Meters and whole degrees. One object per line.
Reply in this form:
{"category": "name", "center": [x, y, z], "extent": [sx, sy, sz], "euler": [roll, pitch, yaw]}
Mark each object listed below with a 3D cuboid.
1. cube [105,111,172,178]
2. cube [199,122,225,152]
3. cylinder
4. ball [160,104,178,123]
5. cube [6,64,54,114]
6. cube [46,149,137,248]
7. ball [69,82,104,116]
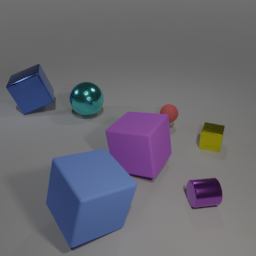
{"category": "cube", "center": [0.369, 0.441, 8.350], "extent": [1.400, 1.400, 1.400], "euler": [6, 29, 29]}
{"category": "cube", "center": [2.882, 0.306, 9.617], "extent": [0.700, 0.700, 0.700], "euler": [12, 32, 20]}
{"category": "cylinder", "center": [1.960, 1.662, 7.230], "extent": [0.700, 0.700, 0.700], "euler": [-4, 30, -8]}
{"category": "ball", "center": [1.556, -0.554, 10.622], "extent": [0.700, 0.700, 0.700], "euler": [0, 30, 0]}
{"category": "cube", "center": [-4.137, -1.688, 12.031], "extent": [1.400, 1.400, 1.400], "euler": [-23, 32, -1]}
{"category": "cube", "center": [-0.876, 1.504, 6.351], "extent": [1.400, 1.400, 1.400], "euler": [-8, 36, -37]}
{"category": "ball", "center": [-1.694, -1.191, 11.526], "extent": [1.400, 1.400, 1.400], "euler": [0, 30, 0]}
